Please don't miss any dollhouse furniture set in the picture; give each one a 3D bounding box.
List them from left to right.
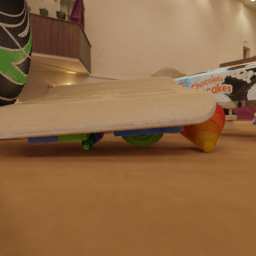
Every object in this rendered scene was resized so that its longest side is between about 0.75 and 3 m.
[{"bbox_3d":[1.649,-0.673,6.573,2.287,1.438,2.586,0,2,2],"label":"dollhouse furniture set"}]

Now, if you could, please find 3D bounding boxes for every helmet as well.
[{"bbox_3d":[-1.827,-0.822,2.284,2.172,2.071,2.172,-8,-34,-5],"label":"helmet"}]

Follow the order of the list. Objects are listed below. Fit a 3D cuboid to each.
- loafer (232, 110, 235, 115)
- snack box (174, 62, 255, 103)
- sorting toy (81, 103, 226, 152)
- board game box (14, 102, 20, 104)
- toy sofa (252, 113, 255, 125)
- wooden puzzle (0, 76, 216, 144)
[{"bbox_3d":[3.591,-0.379,10.600,0.374,0.362,1.067,-10,-15,-24],"label":"loafer"},{"bbox_3d":[1.970,-0.747,4.118,1.473,0.470,2.535,-20,13,-41],"label":"snack box"},{"bbox_3d":[0.213,0.071,2.597,1.428,0.495,0.492,-3,31,6],"label":"sorting toy"},{"bbox_3d":[-2.372,-0.185,4.448,1.682,0.347,1.686,-3,9,-6],"label":"board game box"},{"bbox_3d":[6.042,-0.459,11.266,2.106,1.027,0.872,-1,27,-36],"label":"toy sofa"},{"bbox_3d":[-0.188,-0.182,2.709,1.623,0.406,1.753,-5,15,1],"label":"wooden puzzle"}]
